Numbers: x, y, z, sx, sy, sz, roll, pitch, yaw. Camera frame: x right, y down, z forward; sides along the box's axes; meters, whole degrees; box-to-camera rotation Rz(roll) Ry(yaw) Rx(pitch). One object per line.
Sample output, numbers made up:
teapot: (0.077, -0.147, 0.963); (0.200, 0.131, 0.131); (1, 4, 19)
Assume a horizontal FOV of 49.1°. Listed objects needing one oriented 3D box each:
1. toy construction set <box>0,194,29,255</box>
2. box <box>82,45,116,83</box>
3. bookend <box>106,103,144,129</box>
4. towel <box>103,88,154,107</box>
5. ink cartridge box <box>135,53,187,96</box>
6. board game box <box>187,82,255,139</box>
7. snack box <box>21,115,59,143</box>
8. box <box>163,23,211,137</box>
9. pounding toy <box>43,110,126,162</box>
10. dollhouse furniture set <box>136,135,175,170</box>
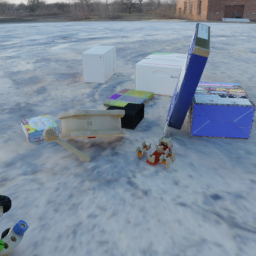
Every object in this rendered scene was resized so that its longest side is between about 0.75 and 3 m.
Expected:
toy construction set: (-2.233, 1.875, 3.802); (1.691, 1.411, 1.300); (-25, 42, -4)
box: (-1.395, -3.253, 14.077); (1.090, 1.391, 2.237); (5, 26, 11)
bookend: (-0.146, -0.464, 9.252); (1.125, 0.518, 1.118); (8, 25, 18)
towel: (0.071, -1.136, 11.012); (1.448, 0.230, 2.016); (11, 29, 21)
ink cartridge box: (1.764, -2.510, 12.671); (2.159, 1.247, 2.968); (9, 27, 19)
board game box: (2.830, -0.650, 8.984); (1.759, 1.068, 2.206); (4, 26, 7)
snack box: (-2.673, -0.009, 8.480); (0.883, 0.354, 1.047); (-15, 30, -26)
box: (1.642, -1.236, 7.937); (0.474, 2.923, 1.770); (17, 40, 3)
pounding toy: (-1.172, 0.221, 7.737); (2.388, 1.370, 1.365); (-2, -4, -25)
dollhouse furniture set: (0.804, 0.642, 7.182); (0.911, 0.469, 0.902); (17, 42, 32)
